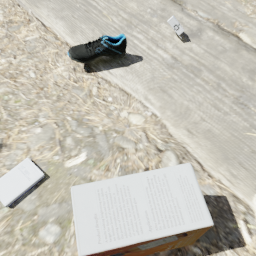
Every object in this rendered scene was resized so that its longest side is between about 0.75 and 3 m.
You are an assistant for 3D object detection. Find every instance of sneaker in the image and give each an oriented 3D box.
[{"bbox_3d":[-1.018,-2.758,9.402,2.054,0.841,0.752,-14,65,-17],"label":"sneaker"}]

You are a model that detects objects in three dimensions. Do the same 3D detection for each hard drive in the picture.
[{"bbox_3d":[-2.910,1.409,7.386,0.787,0.151,1.193,36,63,26],"label":"hard drive"}]

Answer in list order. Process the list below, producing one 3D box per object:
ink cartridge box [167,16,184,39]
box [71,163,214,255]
[{"bbox_3d":[1.832,-3.735,10.381,0.826,0.275,0.478,46,25,-13],"label":"ink cartridge box"},{"bbox_3d":[0.221,1.938,6.016,2.491,1.897,1.325,-11,59,-6],"label":"box"}]
